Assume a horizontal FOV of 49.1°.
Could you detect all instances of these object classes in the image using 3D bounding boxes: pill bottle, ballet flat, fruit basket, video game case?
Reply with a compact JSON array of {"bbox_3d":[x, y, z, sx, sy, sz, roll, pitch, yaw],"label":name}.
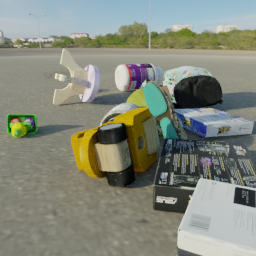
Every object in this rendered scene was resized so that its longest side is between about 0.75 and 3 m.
[{"bbox_3d":[0.724,-3.186,17.437,2.843,1.599,1.599,-9,21,-26],"label":"pill bottle"},{"bbox_3d":[1.205,-0.414,8.670,0.767,2.262,0.851,-28,-5,40],"label":"ballet flat"},{"bbox_3d":[-3.707,-0.081,9.699,1.108,0.799,1.108,0,1,0],"label":"fruit basket"},{"bbox_3d":[2.974,-0.245,10.225,2.002,0.502,2.209,-4,18,-23],"label":"video game case"}]

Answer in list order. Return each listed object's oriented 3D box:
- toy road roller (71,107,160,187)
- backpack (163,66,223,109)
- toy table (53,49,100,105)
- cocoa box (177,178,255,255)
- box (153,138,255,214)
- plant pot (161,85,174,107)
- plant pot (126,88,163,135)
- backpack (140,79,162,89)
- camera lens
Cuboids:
[{"bbox_3d":[-0.361,0.413,7.161,1.692,1.425,2.318,-2,15,33],"label":"toy road roller"},{"bbox_3d":[2.870,-1.971,13.460,2.454,1.861,2.940,-5,18,-10],"label":"backpack"},{"bbox_3d":[-2.606,-2.356,13.829,1.721,2.702,2.939,9,-4,-23],"label":"toy table"},{"bbox_3d":[1.383,1.598,4.145,1.019,1.003,1.528,8,20,22],"label":"cocoa box"},{"bbox_3d":[1.802,1.013,6.520,2.175,0.591,2.715,3,19,10],"label":"box"},{"bbox_3d":[1.252,-0.988,11.728,1.178,1.351,1.351,-16,17,8],"label":"plant pot"},{"bbox_3d":[0.861,-0.455,10.039,1.448,1.448,1.548,-10,37,-26],"label":"plant pot"},{"bbox_3d":[1.220,-1.981,14.589,1.153,0.730,0.962,32,39,-20],"label":"backpack"},{"bbox_3d":[-0.122,-0.102,8.858,1.224,1.224,1.530,4,18,12],"label":"camera lens"}]
